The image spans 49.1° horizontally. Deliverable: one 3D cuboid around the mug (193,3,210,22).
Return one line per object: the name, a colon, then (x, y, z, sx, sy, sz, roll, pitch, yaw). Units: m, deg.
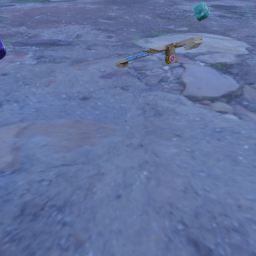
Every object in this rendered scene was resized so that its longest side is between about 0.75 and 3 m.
mug: (2.670, -4.141, 10.053, 0.431, 0.698, 0.573, -17, -25, 37)

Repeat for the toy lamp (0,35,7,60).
toy lamp: (-2.261, -1.565, 4.086, 0.411, 0.411, 1.412, -29, 76, -38)

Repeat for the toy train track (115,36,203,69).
toy train track: (0.681, -1.828, 7.383, 1.650, 0.468, 2.877, -22, 14, -38)
